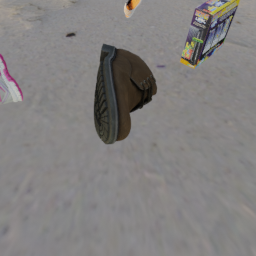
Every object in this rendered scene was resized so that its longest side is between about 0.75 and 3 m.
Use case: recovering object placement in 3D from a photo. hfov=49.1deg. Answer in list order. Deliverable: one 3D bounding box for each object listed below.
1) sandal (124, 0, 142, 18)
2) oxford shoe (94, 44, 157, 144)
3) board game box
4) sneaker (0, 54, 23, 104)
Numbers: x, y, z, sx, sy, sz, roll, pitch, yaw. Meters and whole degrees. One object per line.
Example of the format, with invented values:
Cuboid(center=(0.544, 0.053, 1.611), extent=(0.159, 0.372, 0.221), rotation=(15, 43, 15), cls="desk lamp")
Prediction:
Cuboid(center=(0.068, -3.518, 7.992), extent=(0.275, 0.959, 0.367), rotation=(-10, 82, -27), cls="sandal")
Cuboid(center=(0.002, -0.563, 3.829), extent=(0.908, 0.782, 2.152), rotation=(10, 38, -7), cls="oxford shoe")
Cuboid(center=(2.416, -2.895, 8.244), extent=(0.567, 1.652, 1.998), rotation=(32, 48, 22), cls="board game box")
Cuboid(center=(-2.505, -1.004, 5.163), extent=(0.597, 1.353, 0.550), rotation=(-27, 18, -11), cls="sneaker")
